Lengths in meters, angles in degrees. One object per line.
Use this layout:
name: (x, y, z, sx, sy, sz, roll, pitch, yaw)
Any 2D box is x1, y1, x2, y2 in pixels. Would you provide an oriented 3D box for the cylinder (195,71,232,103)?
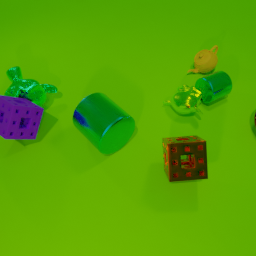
cylinder: (2.571, -1.238, 8.448, 0.792, 0.792, 0.792, -23, 54, -23)

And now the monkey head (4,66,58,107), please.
monkey head: (-3.026, -1.078, 8.158, 1.753, 1.056, 1.261, -27, 69, -6)

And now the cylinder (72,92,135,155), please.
cylinder: (-0.630, -0.126, 7.314, 1.197, 1.197, 1.197, -34, 57, -25)

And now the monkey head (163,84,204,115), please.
monkey head: (1.754, -0.748, 8.236, 1.370, 0.986, 0.826, 21, 84, 39)

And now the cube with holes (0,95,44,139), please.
cube with holes: (-2.881, -0.268, 7.218, 0.863, 0.863, 0.863, 26, 13, 34)

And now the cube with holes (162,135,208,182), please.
cube with holes: (1.299, 0.682, 6.521, 0.856, 0.856, 0.856, -5, 7, 0)

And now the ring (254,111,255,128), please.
ring: (4.214, -0.143, 7.627, 1.549, 0.310, 1.549, 1, 71, -3)

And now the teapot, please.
teapot: (2.531, -2.242, 9.377, 1.280, 0.627, 0.796, -46, 49, 11)
